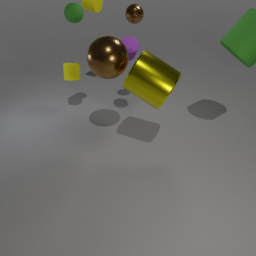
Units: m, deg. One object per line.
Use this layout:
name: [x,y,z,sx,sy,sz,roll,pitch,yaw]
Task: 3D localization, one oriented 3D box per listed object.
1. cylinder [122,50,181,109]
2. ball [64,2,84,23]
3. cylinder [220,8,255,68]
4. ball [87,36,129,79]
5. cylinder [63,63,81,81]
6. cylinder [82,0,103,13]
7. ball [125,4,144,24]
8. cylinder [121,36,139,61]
cylinder: [0.752,-1.543,9.002,1.400,1.400,1.400,32,36,-2]
ball: [-1.951,-4.150,10.108,0.700,0.700,0.700,0,32,0]
cylinder: [4.131,-3.024,9.495,1.400,1.400,1.400,35,22,-16]
ball: [-0.670,-2.326,9.299,1.400,1.400,1.400,0,32,0]
cylinder: [-2.418,-2.434,12.102,0.700,0.700,0.700,0,17,0]
cylinder: [-1.632,-5.717,12.831,0.700,0.700,0.700,23,38,21]
ball: [0.244,-4.300,10.569,0.700,0.700,0.700,0,32,0]
cylinder: [0.010,-3.000,10.625,0.700,0.700,0.700,-7,-10,-12]
